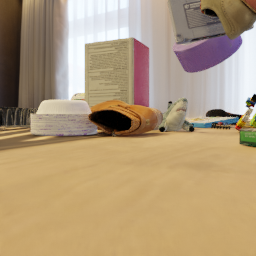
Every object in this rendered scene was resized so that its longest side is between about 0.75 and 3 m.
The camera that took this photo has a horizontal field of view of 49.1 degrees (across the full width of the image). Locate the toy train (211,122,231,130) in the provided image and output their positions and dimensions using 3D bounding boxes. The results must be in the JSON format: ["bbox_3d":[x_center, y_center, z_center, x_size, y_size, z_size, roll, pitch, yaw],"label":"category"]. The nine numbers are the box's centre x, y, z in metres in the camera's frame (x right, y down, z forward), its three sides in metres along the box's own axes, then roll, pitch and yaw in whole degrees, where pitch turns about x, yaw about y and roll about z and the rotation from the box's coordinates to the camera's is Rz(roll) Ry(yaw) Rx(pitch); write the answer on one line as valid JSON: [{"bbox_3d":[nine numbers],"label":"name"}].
[{"bbox_3d":[2.724,-0.074,8.217,0.152,0.204,0.892,-1,3,-16],"label":"toy train"}]

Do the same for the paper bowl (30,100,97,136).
[{"bbox_3d":[-1.335,-0.224,5.907,1.377,0.716,1.377,1,4,0],"label":"paper bowl"}]

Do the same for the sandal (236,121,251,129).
[{"bbox_3d":[3.962,-0.261,7.141,2.270,0.613,0.912,-6,-3,44],"label":"sandal"}]

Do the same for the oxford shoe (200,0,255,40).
[{"bbox_3d":[1.867,-3.177,6.264,1.020,2.896,1.083,7,-42,-36],"label":"oxford shoe"}]

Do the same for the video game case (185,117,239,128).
[{"bbox_3d":[2.612,-0.213,9.888,1.449,0.180,2.024,-10,6,-23],"label":"video game case"}]

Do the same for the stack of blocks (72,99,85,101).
[{"bbox_3d":[-1.713,-0.465,9.264,0.457,0.898,1.559,-1,3,-22],"label":"stack of blocks"}]

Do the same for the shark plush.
[{"bbox_3d":[1.207,-0.342,7.388,0.880,0.807,1.937,0,2,3],"label":"shark plush"}]

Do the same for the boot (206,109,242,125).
[{"bbox_3d":[3.993,-0.496,12.760,1.873,0.681,1.989,-1,2,-14],"label":"boot"}]

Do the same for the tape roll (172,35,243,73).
[{"bbox_3d":[3.110,-3.348,11.096,2.498,1.061,2.498,-28,26,15],"label":"tape roll"}]

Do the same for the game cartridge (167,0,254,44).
[{"bbox_3d":[2.503,-3.582,8.598,2.427,1.615,0.496,-11,1,-1],"label":"game cartridge"}]

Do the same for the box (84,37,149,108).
[{"bbox_3d":[-0.289,-1.227,8.311,1.589,2.486,1.354,1,3,24],"label":"box"}]

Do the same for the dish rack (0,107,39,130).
[{"bbox_3d":[-2.555,-0.273,7.914,2.393,0.653,1.836,1,4,20],"label":"dish rack"}]

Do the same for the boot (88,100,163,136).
[{"bbox_3d":[-0.401,-0.162,5.905,2.032,0.779,1.577,9,10,26],"label":"boot"}]

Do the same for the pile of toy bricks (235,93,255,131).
[{"bbox_3d":[3.244,-0.352,6.911,0.891,1.605,0.792,32,-32,13],"label":"pile of toy bricks"}]

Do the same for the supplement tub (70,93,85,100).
[{"bbox_3d":[-1.635,-0.989,13.752,2.130,1.544,1.544,2,3,21],"label":"supplement tub"}]

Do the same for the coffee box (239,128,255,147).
[{"bbox_3d":[2.017,0.113,3.495,1.039,0.229,0.639,-1,3,-15],"label":"coffee box"}]
